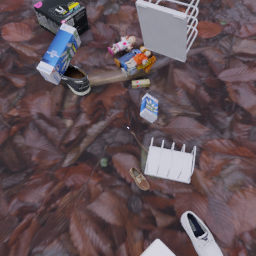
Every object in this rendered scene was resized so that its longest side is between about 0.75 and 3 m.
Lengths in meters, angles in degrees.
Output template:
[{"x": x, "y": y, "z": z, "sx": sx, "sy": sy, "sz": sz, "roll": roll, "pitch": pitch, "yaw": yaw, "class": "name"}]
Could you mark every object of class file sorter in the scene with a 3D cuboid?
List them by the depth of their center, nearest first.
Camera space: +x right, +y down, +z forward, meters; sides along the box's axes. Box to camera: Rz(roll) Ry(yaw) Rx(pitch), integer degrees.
[{"x": 1.599, "y": -4.023, "z": 10.315, "sx": 1.792, "sy": 2.582, "sz": 1.608, "roll": 24, "pitch": 78, "yaw": 18, "class": "file sorter"}, {"x": 1.618, "y": 1.194, "z": 10.609, "sx": 1.747, "sy": 1.088, "sz": 1.212, "roll": 11, "pitch": 61, "yaw": 6, "class": "file sorter"}]

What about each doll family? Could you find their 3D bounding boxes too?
[{"x": 0.322, "y": -3.324, "z": 13.315, "sx": 1.712, "sy": 1.243, "sz": 2.759, "roll": -28, "pitch": 46, "yaw": -7, "class": "doll family"}]

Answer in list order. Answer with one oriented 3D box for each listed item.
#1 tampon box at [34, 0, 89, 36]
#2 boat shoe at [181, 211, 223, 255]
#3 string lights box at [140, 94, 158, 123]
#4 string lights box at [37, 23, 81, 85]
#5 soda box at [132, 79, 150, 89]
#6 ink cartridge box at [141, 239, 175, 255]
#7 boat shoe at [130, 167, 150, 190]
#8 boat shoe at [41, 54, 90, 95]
[{"x": -3.368, "y": -5.682, "z": 14.368, "sx": 2.150, "sy": 1.357, "sz": 1.611, "roll": 35, "pitch": 66, "yaw": 18, "class": "tampon box"}, {"x": 2.486, "y": 3.726, "z": 9.403, "sx": 0.738, "sy": 0.656, "sz": 2.007, "roll": -32, "pitch": 65, "yaw": -17, "class": "boat shoe"}, {"x": 0.612, "y": -0.576, "z": 8.036, "sx": 0.435, "sy": 0.250, "sz": 0.847, "roll": 31, "pitch": 38, "yaw": -18, "class": "string lights box"}, {"x": -2.163, "y": -2.329, "z": 8.911, "sx": 0.498, "sy": 0.868, "sz": 1.690, "roll": 24, "pitch": 80, "yaw": 7, "class": "string lights box"}, {"x": 0.596, "y": -2.034, "z": 12.921, "sx": 0.807, "sy": 0.258, "sz": 0.273, "roll": -7, "pitch": 60, "yaw": -3, "class": "soda box"}, {"x": 0.810, "y": 4.539, "z": 7.956, "sx": 1.732, "sy": 2.353, "sz": 1.702, "roll": 40, "pitch": 68, "yaw": 20, "class": "ink cartridge box"}, {"x": 0.429, "y": 1.912, "z": 10.600, "sx": 0.398, "sy": 0.377, "sz": 1.050, "roll": -37, "pitch": 67, "yaw": -19, "class": "boat shoe"}, {"x": -2.902, "y": -2.728, "z": 12.907, "sx": 3.000, "sy": 1.014, "sz": 1.077, "roll": 38, "pitch": 68, "yaw": 21, "class": "boat shoe"}]
